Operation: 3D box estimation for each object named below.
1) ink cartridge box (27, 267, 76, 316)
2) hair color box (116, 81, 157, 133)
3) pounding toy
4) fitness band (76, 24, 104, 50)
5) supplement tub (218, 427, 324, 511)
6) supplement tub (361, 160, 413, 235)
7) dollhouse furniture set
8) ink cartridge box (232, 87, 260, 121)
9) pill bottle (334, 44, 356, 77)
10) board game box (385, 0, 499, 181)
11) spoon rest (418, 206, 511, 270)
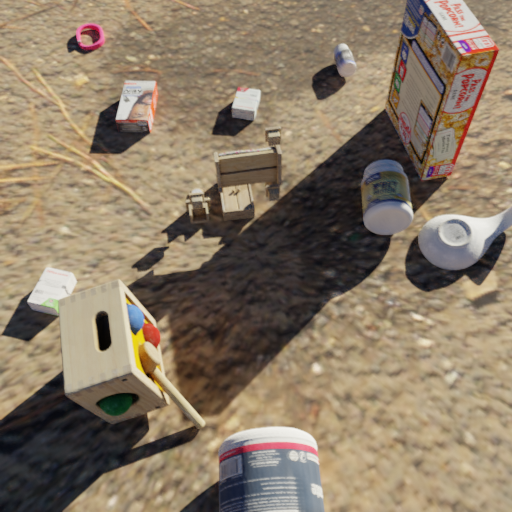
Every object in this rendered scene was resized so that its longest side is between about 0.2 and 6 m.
[{"bbox_3d":[-3.700,0.647,10.188,0.557,0.322,0.765,12,57,8],"label":"ink cartridge box"},{"bbox_3d":[-2.733,-3.444,12.902,0.745,0.430,1.344,1,57,0],"label":"hair color box"},{"bbox_3d":[-1.914,1.704,8.715,1.442,1.867,2.028,-19,57,2],"label":"pounding toy"},{"bbox_3d":[-4.325,-5.717,14.593,0.689,0.180,0.959,-13,58,-9],"label":"fitness band"},{"bbox_3d":[0.216,3.508,7.580,1.435,1.435,2.044,-3,56,-2],"label":"supplement tub"},{"bbox_3d":[2.554,-1.163,11.039,0.933,0.933,1.292,2,55,1],"label":"supplement tub"},{"bbox_3d":[-0.524,-1.773,10.697,1.879,2.204,1.076,-8,56,-4],"label":"dollhouse furniture set"},{"bbox_3d":[-0.237,-3.530,13.013,0.545,0.310,0.748,10,56,4],"label":"ink cartridge box"},{"bbox_3d":[2.159,-4.803,13.739,0.437,0.437,0.768,-7,58,-5],"label":"pill bottle"},{"bbox_3d":[3.527,-3.455,11.258,0.728,3.143,2.381,-11,57,-6],"label":"board game box"},{"bbox_3d":[4.312,-0.529,10.866,2.407,0.729,1.196,-26,62,-1],"label":"spoon rest"}]
